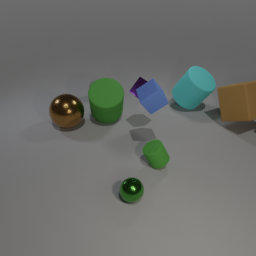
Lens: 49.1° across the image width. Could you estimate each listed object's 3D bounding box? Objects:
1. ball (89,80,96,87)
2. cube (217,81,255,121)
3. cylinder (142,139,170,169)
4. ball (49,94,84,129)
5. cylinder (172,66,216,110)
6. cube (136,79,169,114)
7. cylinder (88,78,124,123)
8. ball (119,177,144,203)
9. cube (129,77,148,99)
[{"bbox_3d":[-1.516,-1.957,13.461,0.700,0.700,0.700,0,32,0],"label":"ball"},{"bbox_3d":[4.621,-1.080,11.089,1.400,1.400,1.400,-14,7,-27],"label":"cube"},{"bbox_3d":[0.927,0.854,9.225,0.700,0.700,0.700,-22,33,15],"label":"cylinder"},{"bbox_3d":[-2.464,-0.679,11.297,1.400,1.400,1.400,0,32,0],"label":"ball"},{"bbox_3d":[2.901,-1.767,12.436,1.400,1.400,1.400,14,54,-20],"label":"cylinder"},{"bbox_3d":[0.783,-1.021,9.095,0.700,0.700,0.700,-32,43,17],"label":"cube"},{"bbox_3d":[-0.884,-1.102,11.507,1.400,1.400,1.400,1,66,-2],"label":"cylinder"},{"bbox_3d":[0.107,1.755,7.951,0.700,0.700,0.700,0,32,0],"label":"ball"},{"bbox_3d":[0.621,-1.355,10.464,0.700,0.700,0.700,31,9,-47],"label":"cube"}]
